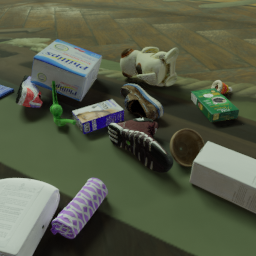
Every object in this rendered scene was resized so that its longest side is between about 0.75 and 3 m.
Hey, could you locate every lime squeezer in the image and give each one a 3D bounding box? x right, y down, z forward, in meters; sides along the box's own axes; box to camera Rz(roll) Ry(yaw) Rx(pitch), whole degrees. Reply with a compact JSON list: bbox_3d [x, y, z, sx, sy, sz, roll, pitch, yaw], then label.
[{"bbox_3d":[-2.768,-0.730,11.157,0.541,1.012,2.867,-11,44,-25],"label":"lime squeezer"}]

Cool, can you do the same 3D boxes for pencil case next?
[{"bbox_3d":[-1.256,2.097,7.523,0.757,0.743,1.771,-8,26,36],"label":"pencil case"}]

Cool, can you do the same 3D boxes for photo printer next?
[{"bbox_3d":[-2.974,2.262,7.196,1.941,0.810,2.333,6,35,10],"label":"photo printer"}]

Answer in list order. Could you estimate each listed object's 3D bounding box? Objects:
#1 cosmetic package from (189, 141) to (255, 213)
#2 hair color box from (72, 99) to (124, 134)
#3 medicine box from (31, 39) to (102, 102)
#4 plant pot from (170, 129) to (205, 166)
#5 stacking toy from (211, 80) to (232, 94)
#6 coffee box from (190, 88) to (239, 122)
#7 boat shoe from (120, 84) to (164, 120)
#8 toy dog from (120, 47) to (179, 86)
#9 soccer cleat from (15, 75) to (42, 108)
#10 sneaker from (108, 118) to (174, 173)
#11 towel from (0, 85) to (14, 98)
[{"bbox_3d":[3.137,1.418,8.243,2.290,0.971,1.232,23,42,29],"label":"cosmetic package"},{"bbox_3d":[-1.185,-0.491,11.278,1.842,0.597,1.007,-21,41,-24],"label":"hair color box"},{"bbox_3d":[-2.834,-2.796,13.277,2.436,1.377,2.675,20,36,-1],"label":"medicine box"},{"bbox_3d":[1.901,0.681,9.413,1.245,1.245,0.575,-15,-6,-20],"label":"plant pot"},{"bbox_3d":[4.533,-1.852,13.321,0.971,0.709,0.709,7,31,-25],"label":"stacking toy"},{"bbox_3d":[3.684,-1.031,12.140,1.266,0.453,2.058,-9,36,-13],"label":"coffee box"},{"bbox_3d":[0.353,-1.136,11.909,0.913,0.912,2.524,-26,43,-29],"label":"boat shoe"},{"bbox_3d":[0.830,-3.006,13.992,2.677,1.868,2.595,25,53,34],"label":"toy dog"},{"bbox_3d":[-4.457,-1.634,12.799,1.010,0.941,2.760,21,18,-25],"label":"soccer cleat"},{"bbox_3d":[0.774,0.315,9.738,1.687,1.105,2.921,-25,42,-35],"label":"sneaker"},{"bbox_3d":[-6.440,-1.817,13.481,1.586,0.189,1.148,18,39,24],"label":"towel"}]
